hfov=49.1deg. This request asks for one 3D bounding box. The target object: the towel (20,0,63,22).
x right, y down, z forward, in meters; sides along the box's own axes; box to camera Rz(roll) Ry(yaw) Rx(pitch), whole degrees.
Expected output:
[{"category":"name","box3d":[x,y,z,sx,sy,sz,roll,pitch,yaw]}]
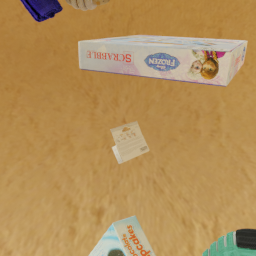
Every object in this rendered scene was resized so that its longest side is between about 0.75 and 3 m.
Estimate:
[{"category":"towel","box3d":[-2.374,-3.385,5.869,0.597,1.778,2.408,-32,112,7]}]

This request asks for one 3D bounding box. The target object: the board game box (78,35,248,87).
[{"category":"board game box","box3d":[0.765,-1.328,5.025,2.373,0.488,2.367,12,24,24]}]

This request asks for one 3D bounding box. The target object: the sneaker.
[{"category":"sneaker","box3d":[1.445,2.121,3.810,0.953,2.178,0.811,31,41,-6]}]

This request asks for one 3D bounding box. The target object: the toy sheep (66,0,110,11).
[{"category":"toy sheep","box3d":[-1.055,-3.111,6.210,1.437,0.991,0.991,20,71,6]}]

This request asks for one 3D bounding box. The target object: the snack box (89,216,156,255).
[{"category":"snack box","box3d":[-0.177,2.411,3.999,0.424,2.284,1.327,-6,51,-35]}]

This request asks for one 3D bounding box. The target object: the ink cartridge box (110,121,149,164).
[{"category":"ink cartridge box","box3d":[0.007,0.270,5.568,0.767,0.172,0.676,-18,83,-42]}]
